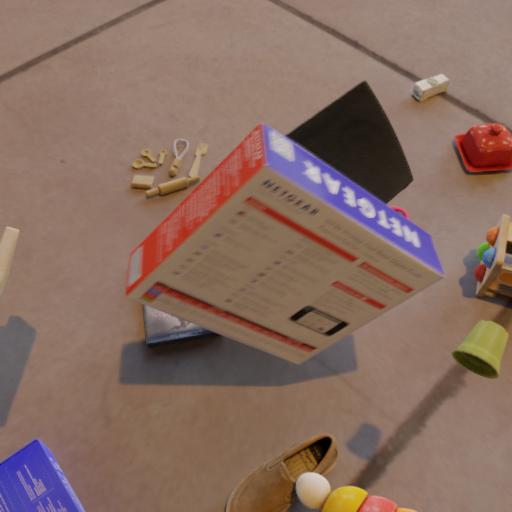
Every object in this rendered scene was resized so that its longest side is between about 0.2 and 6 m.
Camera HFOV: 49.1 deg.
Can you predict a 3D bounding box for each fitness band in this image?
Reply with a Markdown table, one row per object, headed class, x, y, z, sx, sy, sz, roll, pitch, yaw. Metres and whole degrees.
| class | x | y | z | sx | sy | sz | roll | pitch | yaw |
| --- | --- | --- | --- | --- | --- | --- | --- | --- | --- |
| fitness band | 2.983 | -0.843 | 12.383 | 0.757 | 0.142 | 0.544 | 0 | 56 | 1 |

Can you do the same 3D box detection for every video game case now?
| class | x | y | z | sx | sy | sz | roll | pitch | yaw |
| --- | --- | --- | --- | --- | --- | --- | --- | --- | --- |
| video game case | -1.540 | 0.763 | 11.259 | 1.480 | 0.197 | 2.072 | -9 | 55 | -6 |

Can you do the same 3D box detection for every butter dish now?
| class | x | y | z | sx | sy | sz | roll | pitch | yaw |
| --- | --- | --- | --- | --- | --- | --- | --- | --- | --- |
| butter dish | 5.508 | -2.695 | 13.162 | 1.270 | 0.939 | 1.266 | -4 | 57 | -3 |

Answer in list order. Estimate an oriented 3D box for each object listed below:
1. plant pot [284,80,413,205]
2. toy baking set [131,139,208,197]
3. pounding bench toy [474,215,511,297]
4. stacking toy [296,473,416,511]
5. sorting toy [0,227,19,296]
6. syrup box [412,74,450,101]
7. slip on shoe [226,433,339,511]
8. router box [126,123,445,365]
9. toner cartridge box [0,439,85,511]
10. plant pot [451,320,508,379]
| class | x | y | z | sx | sy | sz | roll | pitch | yaw |
| --- | --- | --- | --- | --- | --- | --- | --- | --- | --- |
| plant pot | 1.413 | -1.378 | 9.920 | 2.115 | 2.120 | 1.881 | -38 | 87 | -24 |
| toy baking set | -2.007 | -2.135 | 13.201 | 2.049 | 0.238 | 1.572 | -16 | 57 | -11 |
| pounding bench toy | 5.332 | -0.146 | 11.239 | 1.557 | 1.240 | 1.996 | 16 | 57 | 11 |
| stacking toy | 1.490 | 3.951 | 8.315 | 2.074 | 1.515 | 1.515 | 33 | 62 | 24 |
| sorting toy | -4.325 | 0.694 | 8.498 | 0.676 | 1.943 | 1.932 | 19 | 61 | -20 |
| syrup box | 4.580 | -4.418 | 14.681 | 0.908 | 0.370 | 0.358 | -24 | 56 | -15 |
| slip on shoe | 0.446 | 3.604 | 9.028 | 2.154 | 0.653 | 0.819 | -27 | 60 | -17 |
| router box | 0.401 | 0.144 | 8.070 | 3.403 | 3.054 | 0.831 | 27 | 41 | -31 |
| toner cartridge box | -3.183 | 4.435 | 8.464 | 1.421 | 0.646 | 2.992 | -33 | 61 | -19 |
| plant pot | 2.755 | 1.095 | 6.765 | 0.579 | 0.579 | 0.533 | 30 | 70 | 19 |
